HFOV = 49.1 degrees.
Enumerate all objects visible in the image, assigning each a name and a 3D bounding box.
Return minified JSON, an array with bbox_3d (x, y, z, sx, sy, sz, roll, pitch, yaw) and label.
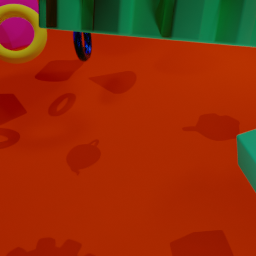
[{"bbox_3d":[2.186,0.478,4.290,0.737,0.737,0.737,-19,40,4],"label":"cube"},{"bbox_3d":[-3.192,-2.822,7.286,1.382,1.382,1.382,-29,33,-34],"label":"cube"},{"bbox_3d":[-1.265,-2.473,7.886,0.240,1.199,1.199,0,40,9],"label":"ring"},{"bbox_3d":[-2.558,-2.145,6.381,1.384,0.277,1.384,1,84,-8],"label":"ring"},{"bbox_3d":[0.209,-1.096,2.780,2.061,0.381,2.061,5,18,-1],"label":"gear"}]
